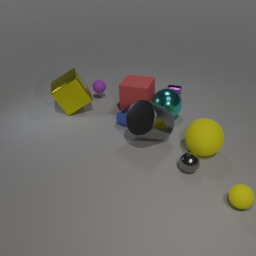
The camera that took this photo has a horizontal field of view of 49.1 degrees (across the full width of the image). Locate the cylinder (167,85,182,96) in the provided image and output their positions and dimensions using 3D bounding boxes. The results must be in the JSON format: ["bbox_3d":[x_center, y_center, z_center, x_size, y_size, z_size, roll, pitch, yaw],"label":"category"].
[{"bbox_3d":[2.435,-1.904,14.755,0.700,0.700,0.700,9,32,14],"label":"cylinder"}]

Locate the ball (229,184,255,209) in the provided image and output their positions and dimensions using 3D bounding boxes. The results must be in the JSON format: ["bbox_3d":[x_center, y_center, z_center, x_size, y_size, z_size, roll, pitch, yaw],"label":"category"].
[{"bbox_3d":[3.292,1.988,8.132,0.700,0.700,0.700,0,31,0],"label":"ball"}]

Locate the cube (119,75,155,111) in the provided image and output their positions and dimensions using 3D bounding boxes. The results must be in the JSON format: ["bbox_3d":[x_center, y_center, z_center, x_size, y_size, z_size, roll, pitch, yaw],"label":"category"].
[{"bbox_3d":[0.463,-1.640,13.564,1.400,1.400,1.400,9,33,17],"label":"cube"}]

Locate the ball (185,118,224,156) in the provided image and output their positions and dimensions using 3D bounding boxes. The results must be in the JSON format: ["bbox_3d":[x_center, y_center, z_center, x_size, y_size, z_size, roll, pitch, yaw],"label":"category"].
[{"bbox_3d":[2.809,0.345,10.337,1.400,1.400,1.400,0,31,0],"label":"ball"}]

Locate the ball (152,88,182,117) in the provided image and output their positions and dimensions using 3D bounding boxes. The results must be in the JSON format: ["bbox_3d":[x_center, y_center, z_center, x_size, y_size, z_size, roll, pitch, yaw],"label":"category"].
[{"bbox_3d":[1.769,-1.102,12.772,1.400,1.400,1.400,0,31,0],"label":"ball"}]

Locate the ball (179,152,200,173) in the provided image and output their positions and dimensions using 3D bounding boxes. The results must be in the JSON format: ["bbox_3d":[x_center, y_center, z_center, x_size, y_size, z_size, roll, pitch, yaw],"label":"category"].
[{"bbox_3d":[2.105,1.182,9.596,0.700,0.700,0.700,0,31,0],"label":"ball"}]

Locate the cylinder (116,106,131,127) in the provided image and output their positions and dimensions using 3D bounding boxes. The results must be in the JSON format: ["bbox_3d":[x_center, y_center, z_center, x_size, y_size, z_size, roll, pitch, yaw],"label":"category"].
[{"bbox_3d":[-0.060,-0.522,12.452,0.700,0.700,0.700,16,34,25],"label":"cylinder"}]

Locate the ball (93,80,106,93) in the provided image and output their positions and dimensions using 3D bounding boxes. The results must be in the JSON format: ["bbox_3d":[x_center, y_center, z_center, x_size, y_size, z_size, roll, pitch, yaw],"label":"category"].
[{"bbox_3d":[-1.492,-2.164,14.616,0.700,0.700,0.700,0,31,0],"label":"ball"}]

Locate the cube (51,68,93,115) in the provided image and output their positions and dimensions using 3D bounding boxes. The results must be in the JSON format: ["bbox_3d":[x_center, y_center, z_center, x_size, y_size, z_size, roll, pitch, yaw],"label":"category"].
[{"bbox_3d":[-2.699,-1.742,13.347,1.400,1.400,1.400,-31,33,4],"label":"cube"}]

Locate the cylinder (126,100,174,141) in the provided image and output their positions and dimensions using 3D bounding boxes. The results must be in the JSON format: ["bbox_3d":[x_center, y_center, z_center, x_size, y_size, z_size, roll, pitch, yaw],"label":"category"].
[{"bbox_3d":[0.866,-0.262,10.886,1.400,1.400,1.400,28,9,38],"label":"cylinder"}]
